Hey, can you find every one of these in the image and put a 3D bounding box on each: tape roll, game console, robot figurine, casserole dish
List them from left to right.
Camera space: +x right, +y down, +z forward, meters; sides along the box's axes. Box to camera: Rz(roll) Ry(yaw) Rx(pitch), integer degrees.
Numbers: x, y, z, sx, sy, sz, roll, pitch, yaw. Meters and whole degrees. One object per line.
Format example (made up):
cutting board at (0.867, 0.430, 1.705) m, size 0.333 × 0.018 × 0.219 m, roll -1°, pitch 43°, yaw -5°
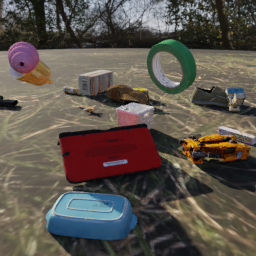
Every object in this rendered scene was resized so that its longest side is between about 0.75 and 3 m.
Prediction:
casserole dish at (-0.815, 1.853, 6.188) m, size 2.055 × 0.399 × 1.245 m, roll 4°, pitch 21°, yaw 7°
game console at (-0.731, 0.838, 9.066) m, size 2.851 × 1.692 × 2.457 m, roll -7°, pitch 53°, yaw -18°
tape roll at (1.297, -1.839, 8.550) m, size 0.391 × 1.627 × 1.627 m, roll -34°, pitch 36°, yaw -32°
robot figurine at (2.709, 0.671, 9.011) m, size 2.120 × 0.617 × 1.537 m, roll -4°, pitch 21°, yaw -12°

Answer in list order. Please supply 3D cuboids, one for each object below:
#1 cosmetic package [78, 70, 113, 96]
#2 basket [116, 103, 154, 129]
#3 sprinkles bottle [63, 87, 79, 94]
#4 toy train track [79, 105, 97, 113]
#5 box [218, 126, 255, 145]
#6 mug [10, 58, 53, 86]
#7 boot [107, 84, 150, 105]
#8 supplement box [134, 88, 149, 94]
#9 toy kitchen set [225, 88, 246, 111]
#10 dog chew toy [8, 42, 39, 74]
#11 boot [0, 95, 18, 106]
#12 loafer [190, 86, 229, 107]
cosmetic package at (-2.011, -2.907, 17.758) m, size 1.024 × 1.213 × 2.347 m, roll 13°, pitch 26°, yaw 27°
basket at (0.291, -0.405, 11.420) m, size 1.169 × 0.940 × 1.158 m, roll 16°, pitch 26°, yaw 35°
sprinkles bottle at (-3.552, -2.351, 17.451) m, size 1.038 × 0.354 × 0.354 m, roll 10°, pitch 23°, yaw 23°
toy train track at (-2.041, -0.953, 13.990) m, size 0.753 × 0.214 × 1.313 m, roll -24°, pitch 25°, yaw -34°
box at (4.091, 0.272, 10.549) m, size 0.275 × 0.295 × 1.422 m, roll -17°, pitch 27°, yaw -38°
mug at (-3.498, -2.028, 10.406) m, size 1.164 × 1.454 × 1.193 m, roll -30°, pitch -28°, yaw 19°
boot at (-0.223, -1.690, 15.039) m, size 2.629 × 0.968 × 0.992 m, roll 15°, pitch 36°, yaw 31°
supplement box at (0.634, -1.950, 16.087) m, size 1.021 × 0.559 × 0.556 m, roll -1°, pitch 21°, yaw -5°
toy kitchen set at (5.477, -1.642, 13.802) m, size 0.872 × 1.185 × 1.480 m, roll 1°, pitch 54°, yaw 3°
dog chew toy at (-3.042, -1.984, 8.128) m, size 0.896 × 0.896 × 1.438 m, roll -6°, pitch 26°, yaw -15°
boot at (-6.464, -1.457, 14.961) m, size 1.228 × 0.403 × 1.012 m, roll -2°, pitch 31°, yaw 7°
loafer at (4.756, -1.735, 14.924) m, size 2.776 × 0.967 × 1.044 m, roll 3°, pitch 21°, yaw 7°
